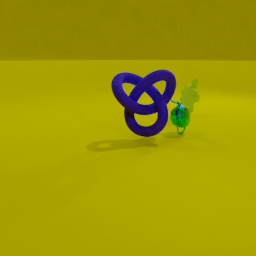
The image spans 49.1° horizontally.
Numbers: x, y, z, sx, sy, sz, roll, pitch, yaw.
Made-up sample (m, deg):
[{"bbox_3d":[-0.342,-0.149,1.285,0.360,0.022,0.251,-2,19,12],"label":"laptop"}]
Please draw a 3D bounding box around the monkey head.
[{"bbox_3d":[2.405,-1.167,10.442,0.913,1.269,0.765,7,5,-19],"label":"monkey head"}]

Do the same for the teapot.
[{"bbox_3d":[1.487,-0.366,8.217,0.538,1.099,0.683,-10,-2,34],"label":"teapot"}]

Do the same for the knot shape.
[{"bbox_3d":[0.342,-0.831,7.389,1.747,1.867,0.863,28,-5,-15],"label":"knot shape"}]
